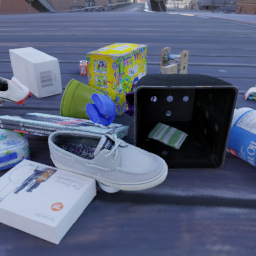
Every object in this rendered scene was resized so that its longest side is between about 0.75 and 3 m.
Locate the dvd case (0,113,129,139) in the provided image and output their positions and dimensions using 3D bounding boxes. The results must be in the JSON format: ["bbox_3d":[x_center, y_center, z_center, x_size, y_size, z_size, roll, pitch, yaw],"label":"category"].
[{"bbox_3d":[-1.614,-0.036,7.489,2.982,0.328,2.177,9,7,9],"label":"dvd case"}]

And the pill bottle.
[{"bbox_3d":[3.159,0.240,6.988,1.266,1.266,2.255,-16,30,-28],"label":"pill bottle"}]

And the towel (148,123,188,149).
[{"bbox_3d":[1.101,0.202,7.685,0.915,0.107,0.698,22,45,23],"label":"towel"}]

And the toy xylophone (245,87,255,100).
[{"bbox_3d":[5.387,-1.304,10.908,1.514,0.380,1.108,16,31,28],"label":"toy xylophone"}]

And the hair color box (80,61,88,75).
[{"bbox_3d":[-1.599,-3.089,14.207,1.640,0.524,0.910,-5,28,-6],"label":"hair color box"}]

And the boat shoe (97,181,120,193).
[{"bbox_3d":[-0.475,0.830,6.575,0.587,0.578,1.630,-5,28,-9],"label":"boat shoe"}]

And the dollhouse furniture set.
[{"bbox_3d":[1.908,-3.088,13.432,1.228,1.221,1.742,23,35,37],"label":"dollhouse furniture set"}]

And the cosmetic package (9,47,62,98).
[{"bbox_3d":[-3.980,-2.441,11.928,1.090,1.497,2.944,-19,34,-32],"label":"cosmetic package"}]

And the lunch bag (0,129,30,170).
[{"bbox_3d":[-3.378,0.568,6.955,1.685,0.695,1.354,-17,31,-29],"label":"lunch bag"}]

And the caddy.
[{"bbox_3d":[-0.659,-0.465,7.194,0.493,0.664,0.939,10,32,-40],"label":"caddy"}]

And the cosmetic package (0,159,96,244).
[{"bbox_3d":[-1.803,1.373,5.655,1.880,0.486,1.418,11,32,20],"label":"cosmetic package"}]

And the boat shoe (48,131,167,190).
[{"bbox_3d":[-0.491,0.588,5.799,2.604,0.927,0.909,9,51,14],"label":"boat shoe"}]

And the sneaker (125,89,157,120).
[{"bbox_3d":[0.418,-1.092,8.981,0.882,1.037,2.369,-31,36,31],"label":"sneaker"}]

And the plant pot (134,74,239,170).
[{"bbox_3d":[1.206,-0.355,7.092,2.171,2.176,1.930,0,28,-1],"label":"plant pot"}]

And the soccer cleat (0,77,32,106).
[{"bbox_3d":[-4.278,-1.208,9.269,2.369,1.009,0.813,1,51,29],"label":"soccer cleat"}]

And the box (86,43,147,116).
[{"bbox_3d":[-0.323,-1.842,10.134,1.290,2.037,2.114,13,30,25],"label":"box"}]

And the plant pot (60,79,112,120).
[{"bbox_3d":[-1.261,-0.716,8.957,1.333,1.384,1.384,16,30,6],"label":"plant pot"}]
